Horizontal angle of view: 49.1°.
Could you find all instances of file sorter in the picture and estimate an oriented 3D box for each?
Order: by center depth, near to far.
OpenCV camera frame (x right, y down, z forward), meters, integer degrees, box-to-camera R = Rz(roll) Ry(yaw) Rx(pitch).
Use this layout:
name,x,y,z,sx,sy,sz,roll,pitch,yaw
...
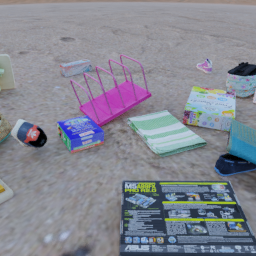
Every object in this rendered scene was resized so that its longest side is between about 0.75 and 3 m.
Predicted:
name,x,y,z,sx,sy,sz,roll,pitch,yaw
file sorter,-0.637,-1.448,9.921,2.284,1.432,1.587,-32,39,-18

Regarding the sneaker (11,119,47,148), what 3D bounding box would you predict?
name,x,y,z,sx,sy,sz,roll,pitch,yaw
sneaker,-2.501,0.289,7.577,0.733,0.650,1.735,24,-9,2

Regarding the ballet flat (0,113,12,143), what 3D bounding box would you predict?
name,x,y,z,sx,sy,sz,roll,pitch,yaw
ballet flat,-4.198,0.382,7.726,1.006,0.932,2.854,-10,28,7

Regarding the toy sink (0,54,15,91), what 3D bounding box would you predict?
name,x,y,z,sx,sy,sz,roll,pitch,yaw
toy sink,-5.966,-2.013,11.378,2.349,1.531,1.316,-7,31,-14

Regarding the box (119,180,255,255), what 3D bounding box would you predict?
name,x,y,z,sx,sy,sz,roll,pitch,yaw
box,1.066,1.875,5.575,2.454,0.543,1.966,0,29,0

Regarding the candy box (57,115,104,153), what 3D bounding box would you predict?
name,x,y,z,sx,sy,sz,roll,pitch,yaw
candy box,-1.482,0.148,8.641,1.075,0.490,1.272,-14,32,-26

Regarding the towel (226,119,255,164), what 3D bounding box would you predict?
name,x,y,z,sx,sy,sz,roll,pitch,yaw
towel,3.707,0.667,7.343,2.311,0.251,1.695,27,34,9

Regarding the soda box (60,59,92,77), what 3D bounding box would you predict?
name,x,y,z,sx,sy,sz,roll,pitch,yaw
soda box,-2.620,-3.035,14.133,1.597,0.546,0.508,-23,37,-34

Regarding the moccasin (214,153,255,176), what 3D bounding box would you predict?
name,x,y,z,sx,sy,sz,roll,pitch,yaw
moccasin,3.071,0.815,7.396,1.661,0.566,0.668,-16,33,-25

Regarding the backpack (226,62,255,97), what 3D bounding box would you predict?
name,x,y,z,sx,sy,sz,roll,pitch,yaw
backpack,5.018,-2.058,11.789,1.892,1.197,1.579,-22,25,-33

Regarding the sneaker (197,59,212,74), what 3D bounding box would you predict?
name,x,y,z,sx,sy,sz,roll,pitch,yaw
sneaker,3.999,-3.315,14.516,0.425,0.669,1.173,-13,31,-18

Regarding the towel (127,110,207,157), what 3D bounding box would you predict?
name,x,y,z,sx,sy,sz,roll,pitch,yaw
towel,1.147,0.093,8.972,1.712,0.262,2.244,-12,32,-22

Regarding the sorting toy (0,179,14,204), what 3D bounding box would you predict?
name,x,y,z,sx,sy,sz,roll,pitch,yaw
sorting toy,-3.424,1.507,6.553,1.150,0.210,1.065,26,39,37

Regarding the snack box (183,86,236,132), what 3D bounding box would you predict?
name,x,y,z,sx,sy,sz,roll,pitch,yaw
snack box,2.986,-0.767,10.106,1.637,0.610,2.303,10,31,17

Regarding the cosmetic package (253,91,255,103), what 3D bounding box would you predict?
name,x,y,z,sx,sy,sz,roll,pitch,yaw
cosmetic package,6.426,-1.038,10.535,1.920,0.658,2.546,-18,35,-31
